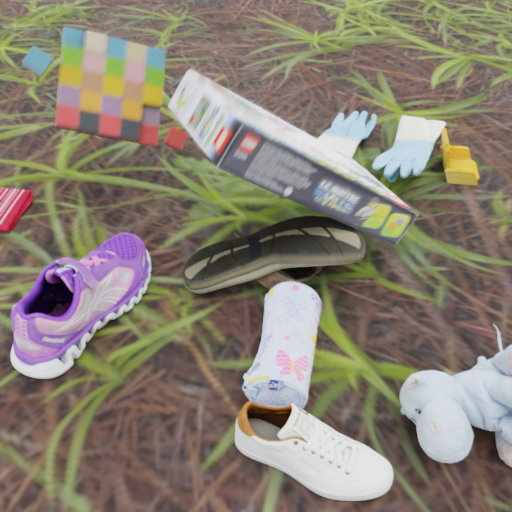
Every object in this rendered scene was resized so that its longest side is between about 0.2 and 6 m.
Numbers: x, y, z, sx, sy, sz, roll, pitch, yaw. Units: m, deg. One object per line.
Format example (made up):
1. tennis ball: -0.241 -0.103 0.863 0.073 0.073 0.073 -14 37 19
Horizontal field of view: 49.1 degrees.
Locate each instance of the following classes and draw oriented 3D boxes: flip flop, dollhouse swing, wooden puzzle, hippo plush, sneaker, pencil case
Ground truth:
1. flip flop: 0.262 0.137 8.342 2.744 0.790 1.113 -16 34 10
2. dollhouse swing: 3.822 -1.900 10.484 0.783 0.758 0.862 5 43 6
3. wooden puzzle: -2.191 -2.581 8.622 2.629 0.185 1.559 6 82 -27
4. hippo plush: 2.448 1.563 6.399 1.467 1.454 1.825 -4 45 -5
5. sneaker: -2.406 0.423 7.800 1.052 1.156 2.615 18 46 19
6. sneaker: 0.632 2.151 6.275 1.871 0.792 0.681 14 44 12
7. pencil case: 0.375 1.165 7.328 0.804 0.737 1.773 4 44 13

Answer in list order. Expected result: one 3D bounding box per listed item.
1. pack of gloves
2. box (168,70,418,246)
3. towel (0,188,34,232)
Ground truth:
1. pack of gloves: 2.346 -2.113 11.059 2.212 0.520 2.633 14 39 21
2. box: 0.607 -1.359 8.132 3.529 0.613 1.942 19 24 -38
3. towel: -4.750 -0.822 9.799 1.432 0.161 1.036 5 46 8
